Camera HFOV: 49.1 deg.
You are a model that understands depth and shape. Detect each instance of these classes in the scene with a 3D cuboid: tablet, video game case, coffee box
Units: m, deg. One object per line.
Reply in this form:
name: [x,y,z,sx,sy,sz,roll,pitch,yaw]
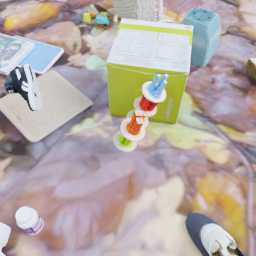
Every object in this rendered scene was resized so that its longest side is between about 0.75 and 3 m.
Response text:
tablet: [-4.418,-3.258,12.361,2.722,0.186,1.771,18,55,14]
video game case: [-5.550,-3.286,12.120,2.261,0.264,2.056,18,55,14]
coffee box: [0.762,-1.967,9.898,2.533,2.529,2.505,8,53,6]

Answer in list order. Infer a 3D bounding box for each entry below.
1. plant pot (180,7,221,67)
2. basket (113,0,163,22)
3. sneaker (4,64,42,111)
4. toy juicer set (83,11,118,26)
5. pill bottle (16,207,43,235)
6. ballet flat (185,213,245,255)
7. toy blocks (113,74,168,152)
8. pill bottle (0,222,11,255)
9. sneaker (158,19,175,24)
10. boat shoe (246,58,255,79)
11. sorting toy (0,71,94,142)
plant pot: [2.957,-4.037,11.957,1.741,1.779,1.746,26,57,19]
basket: [0.456,-6.167,13.460,1.631,2.010,2.028,-37,62,-19]
sneaker: [-3.047,-1.020,8.053,0.885,0.578,1.583,-22,63,6]
toy juicer set: [-1.192,-5.349,13.819,1.871,0.509,1.190,15,36,15]
pill bottle: [-2.658,2.483,7.523,0.550,0.980,0.550,0,54,0]
ballet flat: [2.526,3.199,7.002,1.027,1.027,2.812,-25,57,-18]
toy blocks: [0.429,-0.469,8.155,0.782,2.152,1.794,30,53,0]
pill bottle: [-3.724,3.572,6.344,1.547,1.547,2.794,6,53,4]
sneaker: [1.025,-3.676,12.127,2.799,1.098,1.111,-28,52,-7]
boat shoe: [5.498,-2.082,11.090,0.745,0.794,2.153,-11,53,-1]
sorting toy: [-3.091,-0.875,10.427,2.783,0.508,2.576,-36,61,-29]
